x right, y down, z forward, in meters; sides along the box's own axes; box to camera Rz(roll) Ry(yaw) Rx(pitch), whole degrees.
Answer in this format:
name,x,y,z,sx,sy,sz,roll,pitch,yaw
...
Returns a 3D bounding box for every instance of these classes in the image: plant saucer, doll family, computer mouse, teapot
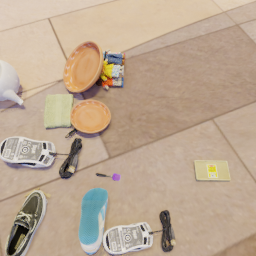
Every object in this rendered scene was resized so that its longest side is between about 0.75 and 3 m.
name,x,y,z,sx,sy,sz,roll,pitch,yaw
plant saucer,-1.829,-2.523,11.751,2.274,0.426,2.274,-14,67,36
plant saucer,-1.477,-0.416,11.019,1.582,0.296,1.582,3,56,-4
doll family,-0.877,-2.802,12.154,1.432,1.039,2.306,2,59,1
computer mouse,0.331,3.375,8.808,2.276,0.499,1.248,-6,64,-10
computer mouse,-3.189,0.931,10.207,2.856,0.627,1.566,8,64,-2
teapot,-5.099,-1.849,11.498,1.765,1.306,1.788,-2,76,31

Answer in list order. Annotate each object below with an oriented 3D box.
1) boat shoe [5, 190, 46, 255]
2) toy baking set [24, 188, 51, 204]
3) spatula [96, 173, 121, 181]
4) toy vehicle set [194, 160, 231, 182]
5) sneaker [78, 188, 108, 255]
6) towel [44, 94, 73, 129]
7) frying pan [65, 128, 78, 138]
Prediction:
name,x,y,z,sx,sy,sz,roll,pitch,yaw
boat shoe,-3.203,2.990,8.853,0.768,0.692,2.173,10,61,4
toy baking set,-3.106,2.409,9.591,0.903,0.105,0.693,-34,70,-12
spatula,-0.713,1.713,10.005,0.902,0.093,0.255,7,59,4
toy vehicle set,3.009,1.543,10.065,1.201,0.159,0.746,1,59,1
sneaker,-1.111,2.870,8.931,0.830,0.877,2.171,5,40,5
towel,-2.819,-0.719,11.343,1.206,0.297,1.626,-5,59,-2
frying pan,-1.804,-0.027,10.972,0.822,0.221,1.359,16,61,9
